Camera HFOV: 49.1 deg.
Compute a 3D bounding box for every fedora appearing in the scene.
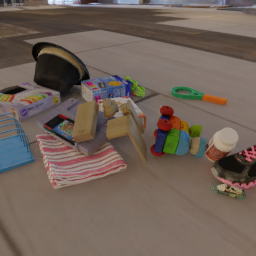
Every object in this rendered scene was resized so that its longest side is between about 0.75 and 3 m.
[{"bbox_3d":[-3.155,-2.313,12.055,2.974,2.974,1.358,16,65,25],"label":"fedora"}]

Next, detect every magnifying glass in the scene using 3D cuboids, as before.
[{"bbox_3d":[3.011,-1.398,12.034,2.425,0.272,0.965,19,35,29],"label":"magnifying glass"}]

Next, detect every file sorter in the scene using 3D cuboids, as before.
[{"bbox_3d":[-3.602,0.374,8.187,1.125,0.995,1.622,-18,35,-28],"label":"file sorter"}]

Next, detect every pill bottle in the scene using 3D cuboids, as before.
[{"bbox_3d":[2.589,0.460,7.772,0.634,1.130,0.634,3,61,-5],"label":"pill bottle"}]

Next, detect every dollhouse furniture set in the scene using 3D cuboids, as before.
[{"bbox_3d":[-0.485,0.129,8.350,1.747,1.424,1.662,-14,45,16],"label":"dollhouse furniture set"}]

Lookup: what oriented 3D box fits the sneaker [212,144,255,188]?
[{"bbox_3d":[3.501,0.695,7.318,2.773,1.322,1.095,-9,33,-12],"label":"sneaker"}]

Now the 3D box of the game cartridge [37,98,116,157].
[{"bbox_3d":[-1.580,-0.126,8.941,2.502,0.480,1.622,24,46,34],"label":"game cartridge"}]

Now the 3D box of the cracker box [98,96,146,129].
[{"bbox_3d":[-0.267,-0.524,10.197,1.254,0.540,1.872,-10,31,-17],"label":"cracker box"}]

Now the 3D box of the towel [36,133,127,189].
[{"bbox_3d":[-1.491,0.630,8.316,2.049,0.419,2.800,-12,32,-22],"label":"towel"}]

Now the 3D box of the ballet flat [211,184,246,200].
[{"bbox_3d":[2.472,1.516,6.898,0.831,0.309,0.309,11,32,19],"label":"ballet flat"}]

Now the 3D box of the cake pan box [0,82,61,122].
[{"bbox_3d":[-4.208,-1.142,11.274,2.239,0.586,2.062,20,33,31],"label":"cake pan box"}]

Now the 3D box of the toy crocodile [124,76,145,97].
[{"bbox_3d":[0.222,-1.826,12.520,0.601,0.550,1.780,23,18,-39],"label":"toy crocodile"}]

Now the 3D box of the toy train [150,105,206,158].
[{"bbox_3d":[1.661,-0.047,8.963,1.520,1.112,2.626,14,31,4],"label":"toy train"}]

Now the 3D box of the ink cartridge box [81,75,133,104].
[{"bbox_3d":[-0.793,-1.621,11.920,2.054,0.784,1.401,-13,33,-26],"label":"ink cartridge box"}]
